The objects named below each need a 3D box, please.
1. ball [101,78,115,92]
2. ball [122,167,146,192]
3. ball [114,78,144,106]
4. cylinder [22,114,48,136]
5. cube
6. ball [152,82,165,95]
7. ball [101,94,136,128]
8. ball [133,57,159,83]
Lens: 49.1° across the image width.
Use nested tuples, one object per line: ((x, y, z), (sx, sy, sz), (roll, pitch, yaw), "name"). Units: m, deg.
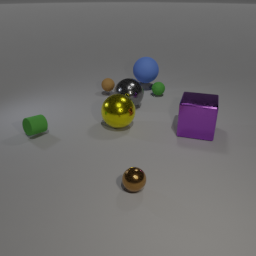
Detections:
((-1.044, -2.268, 14.697), (0.700, 0.700, 0.700), (0, 28, 0), "ball")
((0.178, 1.467, 8.022), (0.700, 0.700, 0.700), (0, 28, 0), "ball")
((0.044, -1.650, 13.256), (1.400, 1.400, 1.400), (0, 28, 0), "ball")
((-3.597, -0.118, 10.849), (0.700, 0.700, 0.700), (22, 28, 35), "cylinder")
((2.751, -0.498, 11.030), (1.400, 1.400, 1.400), (8, 29, 15), "cube")
((1.592, -2.070, 14.683), (0.700, 0.700, 0.700), (0, 28, 0), "ball")
((-0.393, -0.687, 11.373), (1.400, 1.400, 1.400), (0, 28, 0), "ball")
((0.973, -3.154, 15.239), (1.400, 1.400, 1.400), (0, 28, 0), "ball")
